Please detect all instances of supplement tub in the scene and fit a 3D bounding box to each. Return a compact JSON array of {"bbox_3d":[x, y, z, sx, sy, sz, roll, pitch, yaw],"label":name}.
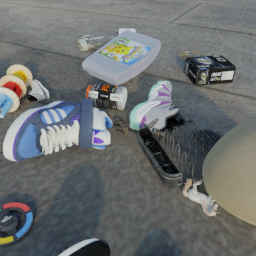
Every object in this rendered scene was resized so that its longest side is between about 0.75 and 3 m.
[{"bbox_3d":[-0.761,-1.130,9.994,1.355,0.830,0.830,8,37,10],"label":"supplement tub"}]

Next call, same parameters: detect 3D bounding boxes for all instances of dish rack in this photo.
[{"bbox_3d":[1.769,0.588,7.764,2.642,0.721,2.027,-12,39,-16],"label":"dish rack"}]

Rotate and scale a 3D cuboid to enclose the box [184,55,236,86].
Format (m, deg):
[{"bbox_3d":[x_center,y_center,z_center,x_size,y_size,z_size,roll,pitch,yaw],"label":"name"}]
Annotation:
[{"bbox_3d":[3.446,-2.473,11.901,1.690,0.728,1.384,-6,36,-9],"label":"box"}]

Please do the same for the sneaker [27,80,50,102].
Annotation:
[{"bbox_3d":[-3.602,-1.420,10.674,0.742,0.487,1.290,-25,45,-33],"label":"sneaker"}]

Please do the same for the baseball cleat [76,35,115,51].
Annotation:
[{"bbox_3d":[-1.644,-4.251,14.421,2.336,0.815,1.243,14,43,34],"label":"baseball cleat"}]

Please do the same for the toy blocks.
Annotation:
[{"bbox_3d":[-4.912,-1.318,9.975,2.328,1.014,2.793,4,36,-5],"label":"toy blocks"}]

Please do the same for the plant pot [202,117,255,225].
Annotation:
[{"bbox_3d":[2.636,0.999,6.185,1.619,2.412,2.412,-16,19,44],"label":"plant pot"}]

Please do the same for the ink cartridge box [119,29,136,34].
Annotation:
[{"bbox_3d":[-0.035,-4.976,15.452,0.977,0.562,1.668,-1,36,-1],"label":"ink cartridge box"}]

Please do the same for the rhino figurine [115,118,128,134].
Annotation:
[{"bbox_3d":[-0.221,-0.102,9.076,0.370,0.253,0.847,4,33,-16],"label":"rhino figurine"}]

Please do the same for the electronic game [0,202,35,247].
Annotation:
[{"bbox_3d":[-2.619,2.077,6.129,1.106,0.230,1.106,0,37,0],"label":"electronic game"}]

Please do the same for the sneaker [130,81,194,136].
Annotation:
[{"bbox_3d":[1.369,-0.567,9.225,1.770,0.984,2.531,21,50,23],"label":"sneaker"}]

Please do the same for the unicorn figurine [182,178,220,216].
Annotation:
[{"bbox_3d":[1.807,1.647,6.636,1.124,0.415,0.772,11,46,39],"label":"unicorn figurine"}]

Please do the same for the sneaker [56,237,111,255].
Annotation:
[{"bbox_3d":[-1.134,2.953,4.193,2.726,0.953,1.227,-36,46,-24],"label":"sneaker"}]

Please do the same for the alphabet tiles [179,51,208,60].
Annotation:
[{"bbox_3d":[3.298,-3.563,13.972,1.413,0.045,1.176,29,45,33],"label":"alphabet tiles"}]

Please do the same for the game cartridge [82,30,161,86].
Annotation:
[{"bbox_3d":[-0.097,-2.816,10.921,1.963,0.596,2.943,30,57,23],"label":"game cartridge"}]

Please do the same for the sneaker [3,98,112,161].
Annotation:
[{"bbox_3d":[-1.603,0.142,7.668,2.147,1.182,2.933,14,28,15],"label":"sneaker"}]
